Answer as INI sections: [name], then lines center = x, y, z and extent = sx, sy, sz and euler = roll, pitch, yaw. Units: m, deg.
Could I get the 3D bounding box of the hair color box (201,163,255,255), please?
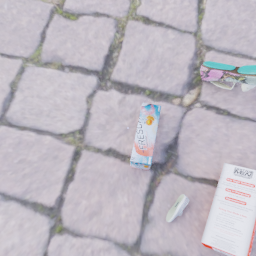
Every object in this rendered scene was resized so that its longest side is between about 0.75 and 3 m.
[hair color box]
center = 2.782, 2.133, 7.269
extent = 1.127, 0.680, 2.220
euler = 12, 66, 31

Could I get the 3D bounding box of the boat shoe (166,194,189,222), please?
[boat shoe]
center = 1.381, 2.236, 7.632
extent = 0.308, 0.302, 0.864
euler = 37, 84, -16

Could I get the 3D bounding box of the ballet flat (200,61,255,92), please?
[ballet flat]
center = 3.334, -1.559, 8.612
extent = 2.296, 0.817, 0.794
euler = 14, 37, 34

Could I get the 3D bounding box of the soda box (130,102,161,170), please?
[soda box]
center = 0.518, 0.241, 8.240
extent = 0.602, 0.648, 1.894
euler = 10, 68, 3
